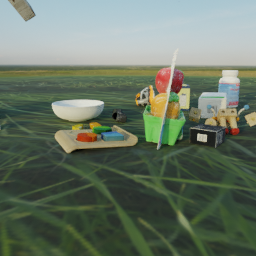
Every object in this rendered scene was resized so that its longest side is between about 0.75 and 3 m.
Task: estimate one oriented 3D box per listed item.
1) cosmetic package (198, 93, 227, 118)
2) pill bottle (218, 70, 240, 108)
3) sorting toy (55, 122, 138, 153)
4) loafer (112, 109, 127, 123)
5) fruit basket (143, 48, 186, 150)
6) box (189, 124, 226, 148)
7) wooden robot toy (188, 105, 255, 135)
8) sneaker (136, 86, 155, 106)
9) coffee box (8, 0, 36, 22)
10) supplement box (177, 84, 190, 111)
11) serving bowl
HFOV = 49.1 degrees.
[{"bbox_3d":[3.765,-1.022,12.386,1.141,0.900,2.121,2,15,18],"label":"cosmetic package"},{"bbox_3d":[5.226,-2.022,14.510,1.012,1.862,1.012,0,14,0],"label":"pill bottle"},{"bbox_3d":[-1.167,0.130,8.653,2.040,0.367,2.738,-6,15,-24],"label":"sorting toy"},{"bbox_3d":[-0.432,-0.522,11.222,0.466,0.450,1.327,5,15,-20],"label":"loafer"},{"bbox_3d":[1.249,-0.914,8.221,1.247,2.660,2.464,16,14,3],"label":"fruit basket"},{"bbox_3d":[2.298,0.202,8.086,0.791,0.490,0.778,10,16,35],"label":"box"},{"bbox_3d":[3.185,-0.146,9.521,2.265,0.998,1.028,1,-22,7],"label":"wooden robot toy"},{"bbox_3d":[0.929,-1.704,15.216,1.000,1.013,2.589,-11,10,4],"label":"sneaker"},{"bbox_3d":[-3.195,-3.687,8.176,0.388,0.556,0.973,-32,-28,2],"label":"coffee box"},{"bbox_3d":[2.373,-1.505,13.723,1.213,1.211,0.814,1,13,5],"label":"supplement box"},{"bbox_3d":[-2.022,-0.695,11.447,2.097,0.690,2.097,1,14,0],"label":"serving bowl"}]
